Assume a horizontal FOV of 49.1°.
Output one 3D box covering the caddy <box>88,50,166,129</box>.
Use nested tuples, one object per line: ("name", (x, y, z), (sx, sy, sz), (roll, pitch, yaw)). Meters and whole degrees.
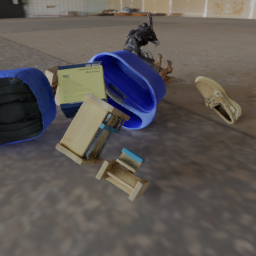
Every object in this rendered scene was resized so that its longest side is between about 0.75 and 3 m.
("caddy", (-0.132, -1.103, 8.017), (2.472, 1.748, 1.298), (41, 39, 9))

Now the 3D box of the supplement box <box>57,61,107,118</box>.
("supplement box", (-1.080, -0.915, 6.807), (1.081, 1.080, 0.725), (-8, -17, -3))

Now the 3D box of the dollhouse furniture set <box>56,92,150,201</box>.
("dollhouse furniture set", (-0.182, 0.361, 5.626), (1.782, 1.256, 1.249), (31, 3, 16))

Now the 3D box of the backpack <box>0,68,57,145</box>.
("backpack", (-2.964, -0.664, 7.031), (2.238, 1.819, 1.878), (-8, 26, 14))

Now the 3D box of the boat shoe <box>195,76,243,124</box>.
("boat shoe", (2.663, -0.857, 8.507), (1.741, 0.628, 0.566), (45, 67, 3))

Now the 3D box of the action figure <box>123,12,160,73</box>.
("action figure", (0.365, -2.524, 10.010), (1.484, 2.908, 1.728), (27, 33, -16))

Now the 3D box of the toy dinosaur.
("toy dinosaur", (1.025, -2.189, 11.490), (2.245, 1.521, 0.963), (31, 1, -9))

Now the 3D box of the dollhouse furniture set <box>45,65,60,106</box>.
("dollhouse furniture set", (-2.016, -1.186, 9.834), (1.863, 1.213, 1.712), (30, 34, 10))
